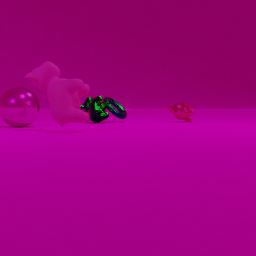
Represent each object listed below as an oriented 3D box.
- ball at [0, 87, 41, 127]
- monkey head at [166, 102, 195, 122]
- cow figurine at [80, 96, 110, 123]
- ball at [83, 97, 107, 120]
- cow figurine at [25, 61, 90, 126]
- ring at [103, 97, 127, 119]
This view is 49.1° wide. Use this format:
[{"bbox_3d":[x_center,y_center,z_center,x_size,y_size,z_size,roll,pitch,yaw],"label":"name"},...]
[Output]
[{"bbox_3d":[-3.314,-0.630,8.555,1.224,1.224,1.224,0,4,0],"label":"ball"},{"bbox_3d":[2.222,-0.576,11.523,0.798,0.953,1.324,-32,47,-30],"label":"monkey head"},{"bbox_3d":[-1.337,-0.686,10.893,1.354,1.376,0.755,-31,-44,33],"label":"cow figurine"},{"bbox_3d":[-1.450,-0.845,12.335,1.063,1.063,1.063,0,4,0],"label":"ball"},{"bbox_3d":[-1.783,-0.839,7.000,1.593,1.619,0.889,-1,-6,12],"label":"cow figurine"},{"bbox_3d":[-0.531,-0.826,11.537,1.229,0.246,1.229,38,18,-15],"label":"ring"}]
